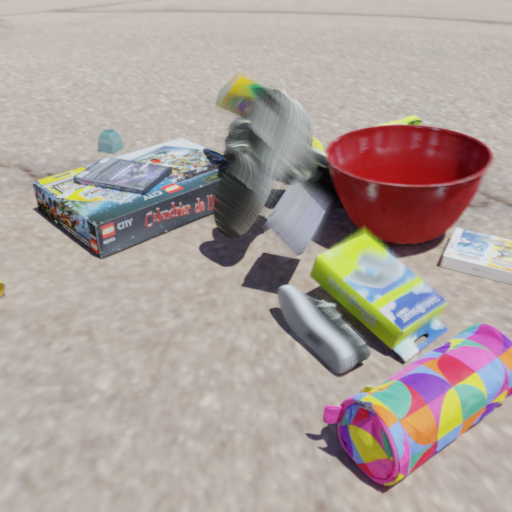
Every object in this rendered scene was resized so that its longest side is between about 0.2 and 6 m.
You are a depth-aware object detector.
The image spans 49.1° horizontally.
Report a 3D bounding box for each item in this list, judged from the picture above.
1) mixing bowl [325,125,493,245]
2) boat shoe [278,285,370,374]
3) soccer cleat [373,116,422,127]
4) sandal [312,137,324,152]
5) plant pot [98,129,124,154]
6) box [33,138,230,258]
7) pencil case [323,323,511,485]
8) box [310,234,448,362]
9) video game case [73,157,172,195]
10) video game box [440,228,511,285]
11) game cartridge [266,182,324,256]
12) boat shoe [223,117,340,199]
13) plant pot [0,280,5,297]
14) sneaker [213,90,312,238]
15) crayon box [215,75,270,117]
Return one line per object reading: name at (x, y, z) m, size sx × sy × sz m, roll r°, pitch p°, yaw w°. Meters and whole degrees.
mixing bowl at (2.928, -1.320, 11.196) m, size 3.136 × 1.698 × 3.136 m, roll -2°, pitch 32°, yaw 1°
boat shoe at (1.011, 1.001, 8.516) m, size 0.615 × 0.665 × 1.800 m, roll -19°, pitch 38°, yaw -26°
soccer cleat at (3.760, -3.529, 15.679) m, size 2.263 × 0.732 × 0.946 m, roll -26°, pitch 44°, yaw -34°
sandal at (0.474, -2.849, 14.335) m, size 1.242 × 1.134 × 2.853 m, roll -22°, pitch 37°, yaw -24°
plant pot at (-3.987, -3.140, 15.261) m, size 0.529 × 0.541 × 0.531 m, roll 12°, pitch 34°, yaw 17°
box at (-2.401, -1.468, 12.369) m, size 3.988 × 0.752 × 2.723 m, roll -26°, pitch 40°, yaw -35°
pencil case at (2.163, 1.741, 6.966) m, size 2.600 × 1.149 × 1.149 m, roll -18°, pitch 36°, yaw -30°
box at (1.989, 0.585, 8.824) m, size 1.249 × 0.488 × 2.048 m, roll -23°, pitch 54°, yaw -36°
video game case at (-2.823, -1.735, 11.935) m, size 1.695 × 0.161 × 1.211 m, roll 12°, pitch 34°, yaw 17°
video game box at (4.260, -0.021, 10.505) m, size 1.320 × 0.309 × 1.203 m, roll 15°, pitch 38°, yaw 23°
game cartridge at (0.663, -0.644, 9.338) m, size 0.793 × 0.235 × 1.223 m, roll 42°, pitch 43°, yaw -9°
boat shoe at (0.717, -1.886, 12.261) m, size 3.072 × 1.103 × 1.039 m, roll 23°, pitch 47°, yaw -16°
plant pot at (-4.609, 0.470, 9.479) m, size 0.592 × 0.630 × 0.630 m, roll 31°, pitch 41°, yaw 17°
sneaker at (0.315, -1.508, 10.224) m, size 1.018 × 2.697 × 1.552 m, roll 32°, pitch 15°, yaw 33°
crayon box at (-0.190, -3.367, 12.085) m, size 1.064 × 0.359 × 1.233 m, roll 19°, pitch -9°, yaw -20°
